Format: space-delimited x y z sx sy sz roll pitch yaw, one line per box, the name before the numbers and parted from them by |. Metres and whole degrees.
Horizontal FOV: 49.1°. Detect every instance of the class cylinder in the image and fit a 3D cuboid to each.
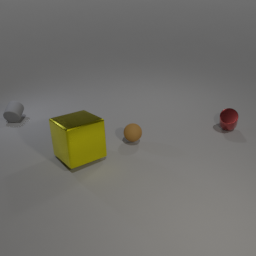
cylinder | 4.079 -0.342 11.348 0.700 0.700 0.700 -6 65 14
cylinder | -4.979 -0.707 12.218 0.700 0.700 0.700 0 47 1

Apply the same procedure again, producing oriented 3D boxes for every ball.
ball | 0.181 0.172 10.583 0.700 0.700 0.700 0 30 0

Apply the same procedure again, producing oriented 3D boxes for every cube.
cube | -1.710 0.331 9.614 1.400 1.400 1.400 -18 26 -33
